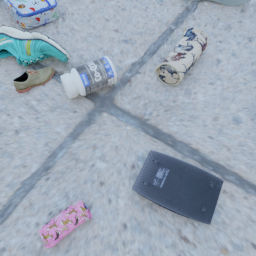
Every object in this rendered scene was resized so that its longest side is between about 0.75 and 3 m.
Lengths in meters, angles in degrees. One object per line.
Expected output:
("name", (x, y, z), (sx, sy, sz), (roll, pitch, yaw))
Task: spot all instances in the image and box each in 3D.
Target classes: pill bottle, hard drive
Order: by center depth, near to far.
("hard drive", (1.228, 1.459, 6.960), (1.970, 0.417, 1.329), (22, 61, 13))
("pill bottle", (-1.194, -1.514, 8.531), (1.552, 0.883, 0.883), (-25, 61, -14))

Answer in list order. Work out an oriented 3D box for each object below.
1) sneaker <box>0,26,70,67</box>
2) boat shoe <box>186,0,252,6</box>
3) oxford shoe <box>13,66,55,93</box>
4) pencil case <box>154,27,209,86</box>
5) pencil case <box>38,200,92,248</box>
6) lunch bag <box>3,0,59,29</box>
("sneaker", (-3.179, -2.498, 9.263), (2.717, 1.053, 1.082), (14, 78, 14))
("boat shoe", (3.498, -5.738, 11.040), (2.935, 1.039, 1.332), (10, 63, 9))
("oxford shoe", (-2.939, -1.612, 8.810), (1.376, 0.515, 0.485), (-37, 65, -21))
("pencil case", (1.738, -2.326, 9.055), (0.973, 0.847, 2.176), (30, 63, 15))
("pencil case", (-1.443, 2.200, 6.461), (1.233, 0.533, 0.510), (-33, 99, -19))
("lunch bag", (-3.673, -4.743, 10.611), (1.700, 0.801, 2.121), (-30, 64, -19))
